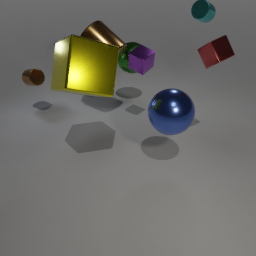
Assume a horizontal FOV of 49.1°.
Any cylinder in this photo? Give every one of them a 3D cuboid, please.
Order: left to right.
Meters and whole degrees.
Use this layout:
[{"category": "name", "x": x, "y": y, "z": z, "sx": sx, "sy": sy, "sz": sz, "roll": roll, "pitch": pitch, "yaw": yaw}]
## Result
[{"category": "cylinder", "x": -3.972, "y": -2.125, "z": 11.754, "sx": 0.700, "sy": 0.700, "sz": 0.700, "roll": 9, "pitch": 28, "yaw": 44}, {"category": "cylinder", "x": -0.995, "y": -3.105, "z": 10.741, "sx": 1.400, "sy": 1.400, "sz": 1.400, "roll": 43, "pitch": 39, "yaw": 2}, {"category": "cylinder", "x": 2.788, "y": -4.310, "z": 10.344, "sx": 0.700, "sy": 0.700, "sz": 0.700, "roll": 21, "pitch": 19, "yaw": 32}]

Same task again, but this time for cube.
[{"category": "cube", "x": -1.240, "y": -1.660, "z": 7.888, "sx": 1.400, "sy": 1.400, "sz": 1.400, "roll": 5, "pitch": 4, "yaw": -31}, {"category": "cube", "x": 0.501, "y": -2.524, "z": 10.350, "sx": 0.700, "sy": 0.700, "sz": 0.700, "roll": 33, "pitch": 57, "yaw": 23}, {"category": "cube", "x": 2.796, "y": -2.413, "z": 8.917, "sx": 0.700, "sy": 0.700, "sz": 0.700, "roll": -27, "pitch": 4, "yaw": -21}]

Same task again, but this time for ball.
[{"category": "ball", "x": 0.188, "y": -3.184, "z": 12.707, "sx": 1.400, "sy": 1.400, "sz": 1.400, "roll": 0, "pitch": 30, "yaw": 0}, {"category": "ball", "x": 1.294, "y": -0.483, "z": 8.395, "sx": 1.400, "sy": 1.400, "sz": 1.400, "roll": 0, "pitch": 30, "yaw": 0}]
